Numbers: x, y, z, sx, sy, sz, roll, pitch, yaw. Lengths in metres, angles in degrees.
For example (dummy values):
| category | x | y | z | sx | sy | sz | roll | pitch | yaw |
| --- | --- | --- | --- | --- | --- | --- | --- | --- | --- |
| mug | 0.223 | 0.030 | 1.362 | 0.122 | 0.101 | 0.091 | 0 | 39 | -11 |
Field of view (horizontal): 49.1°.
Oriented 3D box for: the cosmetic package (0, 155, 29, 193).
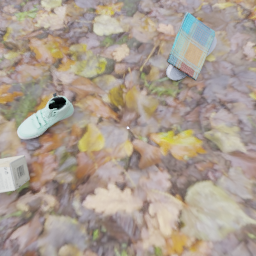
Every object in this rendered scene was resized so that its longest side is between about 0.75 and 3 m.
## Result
| category | x | y | z | sx | sy | sz | roll | pitch | yaw |
| --- | --- | --- | --- | --- | --- | --- | --- | --- | --- |
| cosmetic package | -3.665 | 1.261 | 7.094 | 1.961 | 1.015 | 0.717 | -9 | 95 | 1 |

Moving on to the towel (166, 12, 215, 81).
| category | x | y | z | sx | sy | sz | roll | pitch | yaw |
| --- | --- | --- | --- | --- | --- | --- | --- | --- | --- |
| towel | 2.042 | -2.596 | 8.928 | 1.318 | 0.195 | 1.797 | 26 | 81 | -23 |

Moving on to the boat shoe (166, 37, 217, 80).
| category | x | y | z | sx | sy | sz | roll | pitch | yaw |
| --- | --- | --- | --- | --- | --- | --- | --- | --- | --- |
| boat shoe | 2.013 | -2.493 | 9.541 | 2.295 | 0.803 | 0.760 | -43 | 46 | -14 |

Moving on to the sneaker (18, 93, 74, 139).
| category | x | y | z | sx | sy | sz | roll | pitch | yaw |
| --- | --- | --- | --- | --- | --- | --- | --- | --- | --- |
| sneaker | -2.477 | -0.369 | 8.096 | 1.809 | 1.067 | 0.666 | -32 | 78 | -11 |
